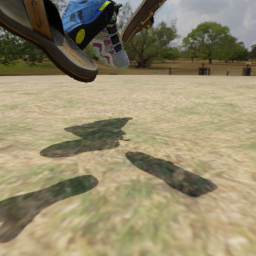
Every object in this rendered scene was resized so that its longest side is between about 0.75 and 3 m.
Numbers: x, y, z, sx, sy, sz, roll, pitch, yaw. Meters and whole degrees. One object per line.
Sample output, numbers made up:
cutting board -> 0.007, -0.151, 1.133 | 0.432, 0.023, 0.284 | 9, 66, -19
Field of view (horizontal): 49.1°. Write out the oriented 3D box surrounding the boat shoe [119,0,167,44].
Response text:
boat shoe -> 0.445, -2.775, 6.892 | 0.555, 1.865, 0.670 | 37, 34, -6

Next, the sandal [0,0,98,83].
sandal -> -1.513, -1.884, 5.022 | 2.672, 0.729, 1.092 | 40, 30, -13

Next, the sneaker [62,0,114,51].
sneaker -> -1.530, -3.060, 8.212 | 1.115, 0.938, 2.845 | 27, 54, 9

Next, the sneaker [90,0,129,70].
sneaker -> -0.640, -3.562, 9.927 | 2.041, 2.918, 1.134 | -29, 18, 51
